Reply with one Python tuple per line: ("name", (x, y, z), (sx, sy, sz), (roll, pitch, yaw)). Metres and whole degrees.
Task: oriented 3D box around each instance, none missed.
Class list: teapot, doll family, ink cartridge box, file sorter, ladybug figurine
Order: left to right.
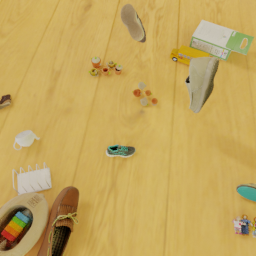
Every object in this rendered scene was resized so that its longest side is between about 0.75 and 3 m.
("ladybug figurine", (-3.605, 3.298, 9.234), (1.739, 0.921, 2.562), (31, 64, 19))
("teapot", (-4.091, 0.493, 11.215), (0.779, 0.569, 0.769), (-8, 27, 15))
("file sorter", (-3.526, 1.834, 10.257), (1.208, 0.752, 0.838), (-12, 59, -7))
("ink cartridge box", (4.636, -4.274, 13.981), (2.736, 0.811, 1.420), (25, 61, 14))
("doll family", (4.135, 3.331, 9.566), (1.119, 0.504, 0.695), (1, 64, 22))

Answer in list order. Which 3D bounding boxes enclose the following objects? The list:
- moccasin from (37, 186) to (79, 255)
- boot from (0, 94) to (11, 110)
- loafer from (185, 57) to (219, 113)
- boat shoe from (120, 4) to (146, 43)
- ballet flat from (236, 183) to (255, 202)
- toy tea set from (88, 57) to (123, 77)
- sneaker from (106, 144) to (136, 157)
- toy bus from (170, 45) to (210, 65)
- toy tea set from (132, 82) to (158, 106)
("moccasin", (-2.150, 3.159, 9.153), (0.995, 0.943, 2.577), (-14, 46, 43))
("boot", (-5.598, -1.157, 12.436), (0.819, 0.296, 0.682), (-15, 47, -8))
("loafer", (2.476, -1.539, 9.815), (0.903, 2.645, 1.001), (29, 62, 19))
("boat shoe", (0.235, -4.187, 11.303), (0.670, 0.604, 1.863), (-30, 66, 17))
("ballet flat", (4.883, 2.364, 10.052), (1.989, 0.703, 0.703), (18, 60, 12))
("toy tea set", (-1.063, -2.979, 13.306), (1.639, 0.607, 0.975), (-2, 58, -1))
("sneaker", (-0.280, 0.868, 10.973), (1.181, 0.539, 0.458), (-6, 59, -4))
("toy bus", (2.961, -3.473, 13.556), (1.781, 0.697, 0.580), (23, 61, 13))
("toy tea set", (0.772, -1.428, 12.478), (0.752, 0.468, 1.265), (-41, 83, 14))
